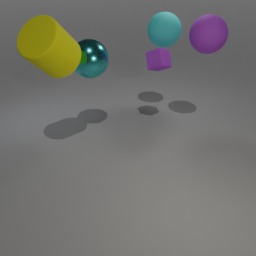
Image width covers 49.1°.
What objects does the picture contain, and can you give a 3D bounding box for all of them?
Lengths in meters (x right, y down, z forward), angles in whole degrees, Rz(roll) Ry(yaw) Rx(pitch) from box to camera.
[{"bbox_3d":[2.985,-3.476,10.405,1.400,1.400,1.400,0,29,0],"label":"ball"},{"bbox_3d":[-2.356,-2.421,8.515,1.400,1.400,1.400,13,-9,22],"label":"cylinder"},{"bbox_3d":[1.202,-2.658,10.934,0.700,0.700,0.700,-8,-1,42],"label":"cube"},{"bbox_3d":[-1.393,-2.509,10.181,1.400,1.400,1.400,0,29,0],"label":"ball"},{"bbox_3d":[1.504,-4.058,11.596,1.400,1.400,1.400,0,29,0],"label":"ball"}]
